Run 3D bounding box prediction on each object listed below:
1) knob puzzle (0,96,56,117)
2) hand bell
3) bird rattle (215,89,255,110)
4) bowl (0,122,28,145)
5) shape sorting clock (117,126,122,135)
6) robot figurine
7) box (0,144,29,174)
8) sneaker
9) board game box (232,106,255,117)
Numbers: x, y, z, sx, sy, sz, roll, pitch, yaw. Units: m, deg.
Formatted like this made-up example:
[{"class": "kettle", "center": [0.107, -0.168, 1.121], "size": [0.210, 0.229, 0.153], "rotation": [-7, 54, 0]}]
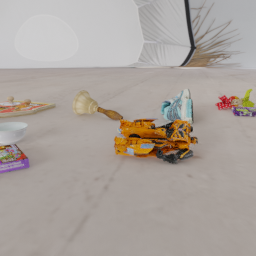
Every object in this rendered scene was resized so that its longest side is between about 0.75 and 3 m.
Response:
[{"class": "knob puzzle", "center": [-4.917, -0.914, 11.380], "size": [3.236, 0.449, 3.236], "rotation": [0, 16, 0]}, {"class": "hand bell", "center": [-0.997, -0.635, 10.172], "size": [1.871, 0.974, 0.974], "rotation": [23, 24, 25]}, {"class": "bird rattle", "center": [4.497, -1.061, 11.901], "size": [1.577, 0.888, 1.286], "rotation": [-11, 2, 8]}, {"class": "bowl", "center": [-3.162, 0.163, 7.443], "size": [0.979, 0.440, 0.979], "rotation": [0, 15, 0]}, {"class": "shape sorting clock", "center": [0.271, 0.051, 8.255], "size": [1.171, 0.230, 1.171], "rotation": [0, 16, 0]}, {"class": "robot figurine", "center": [0.664, 0.221, 6.477], "size": [1.862, 0.542, 1.350], "rotation": [0, 40, 12]}, {"class": "box", "center": [-2.690, 0.653, 6.037], "size": [0.794, 0.227, 1.160], "rotation": [-10, 18, -33]}, {"class": "sneaker", "center": [1.739, -0.855, 10.218], "size": [1.099, 0.988, 2.545], "rotation": [-1, 15, 8]}, {"class": "board game box", "center": [4.866, -0.617, 10.753], "size": [1.571, 0.254, 0.943], "rotation": [4, 20, 14]}]
